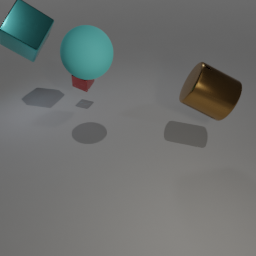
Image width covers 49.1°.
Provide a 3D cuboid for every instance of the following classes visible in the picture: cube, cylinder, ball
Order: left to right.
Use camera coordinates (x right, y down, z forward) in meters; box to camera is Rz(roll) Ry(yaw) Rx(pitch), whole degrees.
[{"bbox_3d":[-3.769,-3.553,10.385,1.400,1.400,1.400,28,-15,-19],"label":"cube"},{"bbox_3d":[-1.855,-2.060,11.618,0.700,0.700,0.700,23,59,8],"label":"cube"},{"bbox_3d":[-1.089,-1.993,7.444,1.400,1.400,1.400,0,32,0],"label":"ball"},{"bbox_3d":[2.553,-1.138,8.784,1.400,1.400,1.400,26,33,-7],"label":"cylinder"}]
